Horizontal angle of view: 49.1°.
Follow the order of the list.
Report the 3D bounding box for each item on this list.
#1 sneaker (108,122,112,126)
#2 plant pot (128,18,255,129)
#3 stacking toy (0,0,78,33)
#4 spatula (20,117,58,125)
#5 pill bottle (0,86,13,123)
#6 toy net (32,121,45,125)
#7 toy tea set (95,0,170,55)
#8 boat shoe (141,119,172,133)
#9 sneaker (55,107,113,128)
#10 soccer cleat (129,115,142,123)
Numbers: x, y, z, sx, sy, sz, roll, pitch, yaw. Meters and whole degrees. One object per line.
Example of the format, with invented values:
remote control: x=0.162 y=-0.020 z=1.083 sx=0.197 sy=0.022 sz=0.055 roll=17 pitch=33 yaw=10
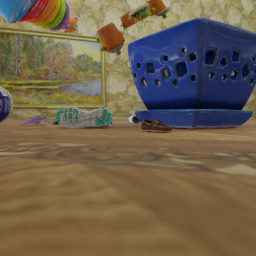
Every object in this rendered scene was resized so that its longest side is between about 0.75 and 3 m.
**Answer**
sneaker: x=-0.960 y=-0.252 z=9.224 sx=0.933 sy=0.426 sz=0.362 roll=0 pitch=2 yaw=-22
plant pot: x=1.976 y=-1.359 z=8.474 sx=2.997 sy=2.694 sz=2.997 roll=-1 pitch=2 yaw=-36
stacking toy: x=-2.402 y=-3.548 z=8.410 sx=1.600 sy=1.692 sz=2.916 roll=46 pitch=12 yaw=21
spatula: x=-3.218 y=-0.279 z=11.557 sx=0.799 sy=0.290 sz=2.826 roll=-8 pitch=-2 yaw=26
pill bottle: x=-5.815 y=-0.927 z=10.547 sx=1.669 sy=1.669 sz=2.885 roll=0 pitch=2 yaw=8
toy net: x=-3.912 y=-0.235 z=12.018 sx=0.473 sy=0.174 sz=0.902 roll=-2 pitch=3 yaw=-39
toy tea set: x=0.166 y=-3.392 z=9.535 sx=2.797 sy=1.035 sz=1.663 roll=-25 pitch=21 yaw=12
boat shoe: x=0.584 y=-0.048 z=5.910 sx=0.814 sy=0.286 sz=0.286 roll=4 pitch=2 yaw=44
sneaker: x=-1.254 y=-0.220 z=8.136 sx=1.659 sy=0.644 sz=0.757 roll=5 pitch=-12 yaw=4
soccer cleat: x=0.719 y=-0.490 z=14.267 sx=1.453 sy=0.508 sz=0.627 roll=-2 pitch=3 yaw=-28
